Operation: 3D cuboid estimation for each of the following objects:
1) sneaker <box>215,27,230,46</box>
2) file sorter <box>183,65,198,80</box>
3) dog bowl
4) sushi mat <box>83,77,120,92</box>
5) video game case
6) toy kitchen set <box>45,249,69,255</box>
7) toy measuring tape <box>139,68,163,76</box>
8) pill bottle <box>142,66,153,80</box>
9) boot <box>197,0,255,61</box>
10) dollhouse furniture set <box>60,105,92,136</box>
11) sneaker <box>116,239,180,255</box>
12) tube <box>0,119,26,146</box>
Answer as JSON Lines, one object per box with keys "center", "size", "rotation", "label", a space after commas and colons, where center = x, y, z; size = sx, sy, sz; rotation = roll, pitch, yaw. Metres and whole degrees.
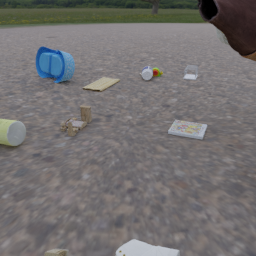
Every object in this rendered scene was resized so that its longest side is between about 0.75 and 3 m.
{"center": [2.904, -3.127, 8.004], "size": [1.189, 2.944, 1.126], "rotation": [-28, 31, 57], "label": "sneaker"}
{"center": [3.009, -2.649, 13.386], "size": [0.571, 0.513, 0.823], "rotation": [8, 27, 18], "label": "file sorter"}
{"center": [-3.414, -2.973, 13.119], "size": [0.650, 1.461, 2.621], "rotation": [-8, 23, -44], "label": "dog bowl"}
{"center": [-1.135, -1.947, 12.342], "size": [0.918, 0.116, 1.919], "rotation": [9, 27, 22], "label": "sushi mat"}
{"center": [1.728, 0.031, 8.063], "size": [0.962, 0.110, 0.875], "rotation": [10, 26, 20], "label": "video game case"}
{"center": [-0.605, 1.930, 3.356], "size": [0.761, 0.844, 0.689], "rotation": [3, -16, 6], "label": "toy kitchen set"}
{"center": [1.142, -2.769, 13.776], "size": [1.163, 0.428, 0.428], "rotation": [6, 25, 12], "label": "toy measuring tape"}
{"center": [0.913, -2.581, 13.220], "size": [0.523, 0.523, 0.903], "rotation": [2, 25, 5], "label": "pill bottle"}
{"center": [2.139, -2.525, 5.685], "size": [1.975, 0.859, 2.374], "rotation": [21, 51, -32], "label": "boot"}
{"center": [-1.565, -0.245, 8.196], "size": [0.587, 0.501, 1.132], "rotation": [8, 26, 17], "label": "dollhouse furniture set"}
{"center": [0.080, 1.962, 3.483], "size": [0.825, 0.526, 1.428], "rotation": [9, 17, 22], "label": "sneaker"}
{"center": [-3.956, 0.007, 7.575], "size": [2.551, 0.662, 0.740], "rotation": [6, -13, 25], "label": "tube"}
